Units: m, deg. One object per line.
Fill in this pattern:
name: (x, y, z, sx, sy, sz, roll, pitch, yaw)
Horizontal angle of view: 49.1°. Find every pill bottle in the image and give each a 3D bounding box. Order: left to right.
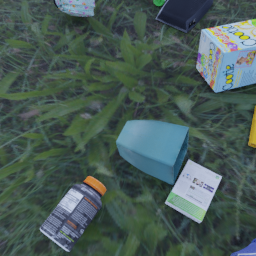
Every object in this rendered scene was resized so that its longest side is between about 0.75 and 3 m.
pill bottle: (-1.270, 2.047, 6.958, 0.917, 0.917, 1.727, 30, 64, 17)

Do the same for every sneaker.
sneaker: (3.665, 2.506, 6.648, 2.976, 1.202, 1.719, -6, 56, -11)

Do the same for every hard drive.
hard drive: (2.343, -4.917, 11.308, 1.581, 0.496, 2.344, 31, 64, 17)

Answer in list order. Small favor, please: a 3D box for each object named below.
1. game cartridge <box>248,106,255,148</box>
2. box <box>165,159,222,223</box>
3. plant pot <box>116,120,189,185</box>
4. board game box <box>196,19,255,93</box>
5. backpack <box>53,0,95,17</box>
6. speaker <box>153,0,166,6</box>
game cartridge: (4.429, 0.070, 8.455, 1.332, 0.245, 1.511, 18, 63, 8)
box: (1.778, 1.676, 7.572, 1.029, 0.259, 1.425, 28, 62, 15)
plant pot: (0.643, 0.536, 7.745, 1.732, 1.224, 1.223, 17, 61, 20)
board game box: (3.960, -2.472, 9.129, 2.925, 1.534, 1.507, -14, 48, -8)
backpack: (-1.903, -4.824, 10.591, 1.498, 1.136, 1.795, -15, 28, -31)
speaker: (1.414, -5.686, 11.755, 0.544, 0.544, 1.230, 13, 60, 8)
